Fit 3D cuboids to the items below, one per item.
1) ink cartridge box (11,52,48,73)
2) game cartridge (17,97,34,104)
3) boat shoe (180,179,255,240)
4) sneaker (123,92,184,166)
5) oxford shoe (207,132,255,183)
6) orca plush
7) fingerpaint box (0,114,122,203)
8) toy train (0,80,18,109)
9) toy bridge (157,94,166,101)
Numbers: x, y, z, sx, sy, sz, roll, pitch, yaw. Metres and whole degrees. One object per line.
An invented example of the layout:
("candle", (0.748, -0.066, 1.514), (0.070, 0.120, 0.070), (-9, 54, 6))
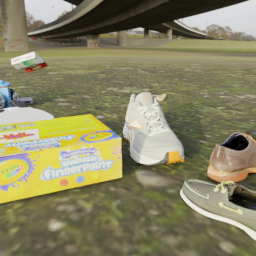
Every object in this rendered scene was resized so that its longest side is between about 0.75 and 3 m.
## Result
("ink cartridge box", (-3.052, -1.975, 8.822), (0.778, 0.242, 0.967), (-15, -18, 7))
("game cartridge", (-4.666, -1.119, 11.944), (1.130, 0.217, 0.733), (-8, 15, -25))
("boat shoe", (1.623, 1.115, 4.207), (0.681, 0.569, 1.905), (-15, 23, -39))
("sneaker", (0.471, -0.116, 6.800), (1.122, 1.364, 2.965), (-6, 19, -15))
("oxford shoe", (2.553, 0.479, 5.851), (2.174, 0.792, 0.775), (-13, 22, -36))
("orca plush", (-3.236, 0.127, 7.487), (1.376, 0.929, 2.615), (50, 37, 5))
("fingerpaint box", (-1.596, 0.477, 5.692), (2.416, 0.886, 2.016), (-8, 19, -23))
("toy train", (-5.617, -1.146, 10.630), (2.637, 1.143, 1.507), (4, 27, 6))
("toy bridge", (1.514, -1.412, 12.929), (0.361, 0.146, 1.073), (4, 18, 14))
